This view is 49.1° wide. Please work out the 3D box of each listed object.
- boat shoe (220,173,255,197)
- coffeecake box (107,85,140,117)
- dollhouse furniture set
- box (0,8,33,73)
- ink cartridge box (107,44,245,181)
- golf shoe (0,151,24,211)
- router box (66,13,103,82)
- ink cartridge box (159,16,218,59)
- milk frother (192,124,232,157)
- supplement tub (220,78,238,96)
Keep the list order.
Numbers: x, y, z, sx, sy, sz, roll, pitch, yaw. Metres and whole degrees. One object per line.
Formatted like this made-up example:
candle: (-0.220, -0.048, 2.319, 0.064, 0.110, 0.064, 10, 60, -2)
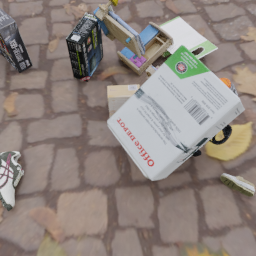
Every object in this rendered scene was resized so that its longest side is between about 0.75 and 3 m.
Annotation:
boat shoe: (3.029, 1.512, 7.736, 0.966, 0.361, 0.330, 31, 57, 10)
coffeecake box: (-0.118, -0.744, 8.603, 0.958, 1.248, 0.456, -3, 58, -2)
dollhouse furniture set: (0.595, -2.956, 8.958, 1.715, 2.629, 2.482, -44, 66, -2)
box: (-4.539, -3.395, 9.874, 0.617, 1.954, 2.478, -38, 65, -22)
ink cartridge box: (1.076, -0.288, 6.758, 2.642, 1.098, 1.937, -44, 67, 15)
golf shoe: (-3.234, 1.358, 7.644, 0.771, 0.676, 1.752, -15, 59, -17)
router box: (-1.403, -2.683, 9.495, 0.570, 1.835, 1.375, 19, 61, 10)
ink cartridge box: (1.986, -3.169, 10.571, 1.625, 0.536, 2.233, -30, 64, -17)
milk frother: (1.918, 0.006, 7.625, 1.323, 1.244, 1.194, -40, 48, 24)
supplement tub: (2.609, -0.828, 7.486, 0.606, 0.989, 0.606, -21, 43, 22)
